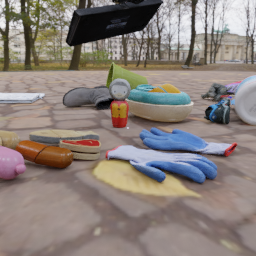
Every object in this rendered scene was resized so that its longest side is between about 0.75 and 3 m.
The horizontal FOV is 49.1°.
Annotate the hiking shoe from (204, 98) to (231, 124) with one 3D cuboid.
[{"bbox_3d":[2.731,-0.582,8.562,0.718,0.616,1.655,5,15,17],"label":"hiking shoe"}]

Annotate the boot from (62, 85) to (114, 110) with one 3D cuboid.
[{"bbox_3d":[-1.373,-1.069,10.514,1.988,0.694,1.309,-19,34,-18],"label":"boot"}]

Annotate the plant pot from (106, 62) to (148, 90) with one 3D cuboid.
[{"bbox_3d":[-0.052,-1.831,12.150,1.616,1.702,1.702,10,12,-13],"label":"plant pot"}]

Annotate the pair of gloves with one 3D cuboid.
[{"bbox_3d":[0.836,0.398,5.279,2.034,0.288,2.530,8,15,32],"label":"pair of gloves"}]

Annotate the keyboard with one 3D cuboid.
[{"bbox_3d":[-0.251,-2.861,7.044,2.645,0.339,1.588,-26,-9,-33],"label":"keyboard"}]

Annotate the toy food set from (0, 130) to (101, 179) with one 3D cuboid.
[{"bbox_3d":[-1.703,0.427,4.985,2.842,0.448,1.807,2,12,-26],"label":"toy food set"}]

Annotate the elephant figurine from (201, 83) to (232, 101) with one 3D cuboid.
[{"bbox_3d":[3.919,-1.586,12.548,0.935,0.852,1.205,31,3,8],"label":"elephant figurine"}]

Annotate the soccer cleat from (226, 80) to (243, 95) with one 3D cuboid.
[{"bbox_3d":[5.721,-2.147,14.649,2.091,0.765,0.713,2,14,8],"label":"soccer cleat"}]

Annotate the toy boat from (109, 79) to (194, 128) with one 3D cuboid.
[{"bbox_3d":[0.575,-0.838,8.207,2.760,1.283,2.320,-13,19,-43],"label":"toy boat"}]

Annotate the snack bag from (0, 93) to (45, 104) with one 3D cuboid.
[{"bbox_3d":[-5.162,-1.413,12.695,2.422,0.275,2.568,-1,14,-1],"label":"snack bag"}]

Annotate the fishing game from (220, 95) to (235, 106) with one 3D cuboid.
[{"bbox_3d":[4.494,-0.763,9.920,1.698,0.369,2.371,-7,24,-19],"label":"fishing game"}]

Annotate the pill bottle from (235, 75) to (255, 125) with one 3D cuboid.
[{"bbox_3d":[3.908,-0.940,8.508,1.231,1.231,2.264,5,18,20],"label":"pill bottle"}]
